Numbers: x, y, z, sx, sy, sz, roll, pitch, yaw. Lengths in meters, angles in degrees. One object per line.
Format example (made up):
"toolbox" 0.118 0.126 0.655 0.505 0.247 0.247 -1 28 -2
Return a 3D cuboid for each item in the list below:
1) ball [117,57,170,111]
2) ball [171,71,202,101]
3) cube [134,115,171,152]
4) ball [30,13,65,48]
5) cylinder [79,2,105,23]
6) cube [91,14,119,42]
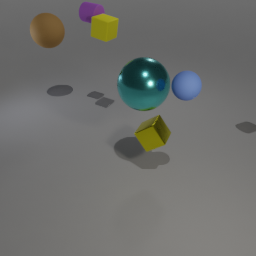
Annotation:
"ball" 0.410 -1.144 7.363 1.400 1.400 1.400 0 31 0
"ball" 1.379 -0.998 6.617 0.700 0.700 0.700 0 31 0
"cube" 0.740 0.156 8.288 0.700 0.700 0.700 -25 17 35
"ball" -3.354 -4.056 11.684 1.400 1.400 1.400 0 31 0
"cylinder" -1.339 -4.255 10.383 0.700 0.700 0.700 22 37 24
"cube" -0.837 -3.586 10.001 0.700 0.700 0.700 25 40 20
